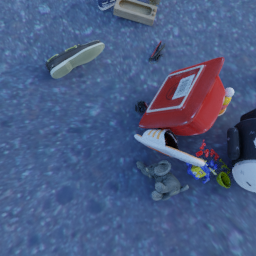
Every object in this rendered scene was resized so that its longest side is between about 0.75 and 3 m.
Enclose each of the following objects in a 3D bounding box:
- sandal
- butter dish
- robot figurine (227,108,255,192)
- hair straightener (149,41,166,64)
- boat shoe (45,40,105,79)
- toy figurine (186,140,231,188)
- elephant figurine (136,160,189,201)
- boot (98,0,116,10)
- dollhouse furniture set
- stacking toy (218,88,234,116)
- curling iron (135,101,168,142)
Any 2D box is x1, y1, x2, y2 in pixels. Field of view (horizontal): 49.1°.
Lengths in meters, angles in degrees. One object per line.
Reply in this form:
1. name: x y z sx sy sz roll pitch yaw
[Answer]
1. sandal: 1.476 0.530 9.556 2.799 1.072 0.802 20 83 42
2. butter dish: 2.305 -0.722 10.131 2.143 2.891 2.899 41 67 -23
3. robot figurine: 4.486 0.756 9.537 2.132 1.771 2.838 2 65 20
4. hair straightener: 1.327 -3.247 12.204 0.474 0.252 1.233 30 69 13
5. boat shoe: -2.223 -3.067 11.753 2.582 0.920 0.777 -32 74 -11
6. toy figurine: 2.666 1.436 9.900 1.871 1.121 0.987 44 40 -22
7. elephant figurine: 1.129 1.620 9.674 1.194 1.089 1.539 11 46 -26
8. boot: -0.735 -6.278 13.311 1.600 0.723 0.582 -39 71 -16
9. dollhouse furniture set: 0.429 -6.527 12.513 2.386 2.044 2.509 16 68 0
10. stacking toy: 3.519 -1.102 10.539 1.032 1.413 1.032 3 75 -10
11. curling iron: 0.976 -0.218 10.853 0.533 0.275 2.151 -39 75 5
